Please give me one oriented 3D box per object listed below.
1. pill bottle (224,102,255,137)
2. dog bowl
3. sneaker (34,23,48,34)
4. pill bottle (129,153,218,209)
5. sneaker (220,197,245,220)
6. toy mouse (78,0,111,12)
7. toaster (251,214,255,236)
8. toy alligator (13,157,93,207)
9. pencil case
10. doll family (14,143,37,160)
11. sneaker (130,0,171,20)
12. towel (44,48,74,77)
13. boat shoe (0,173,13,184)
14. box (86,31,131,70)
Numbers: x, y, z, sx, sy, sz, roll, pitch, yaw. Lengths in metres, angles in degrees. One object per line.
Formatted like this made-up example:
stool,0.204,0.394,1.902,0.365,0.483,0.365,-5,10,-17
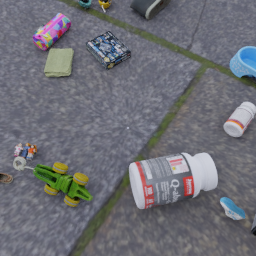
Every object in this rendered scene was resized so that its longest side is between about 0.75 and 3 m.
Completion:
pill bottle,4.159,-0.333,10.337,0.710,0.710,1.297,36,66,19
dog bowl,5.552,-2.438,11.595,2.642,0.655,1.473,39,68,21
sneaker,-4.002,-4.597,13.022,0.834,0.333,0.297,-37,66,-19
pill bottle,1.382,1.576,8.798,2.499,1.448,1.448,-11,61,-7
sneaker,3.124,2.504,8.569,1.009,0.408,0.386,41,43,-16
toy mouse,-1.818,-6.589,14.094,2.149,0.468,2.418,13,60,7
toaster,4.416,2.887,8.207,1.240,1.371,0.814,19,59,19
toy alligator,-2.364,1.609,9.208,2.986,0.717,0.990,25,95,14
pencil case,-3.412,-4.338,12.603,0.861,0.861,1.947,27,63,15
doll family,-3.558,0.811,9.923,0.930,0.419,0.577,5,66,23
sneaker,1.234,-6.425,13.744,1.258,0.886,2.368,37,68,16
towel,-2.946,-2.818,12.029,1.139,0.280,1.536,0,61,1
boat shoe,-4.376,1.649,9.400,0.974,0.350,0.369,0,60,0
box,-0.867,-3.447,12.326,1.318,0.381,1.658,-34,66,-18
